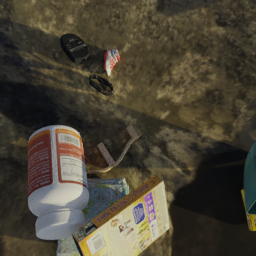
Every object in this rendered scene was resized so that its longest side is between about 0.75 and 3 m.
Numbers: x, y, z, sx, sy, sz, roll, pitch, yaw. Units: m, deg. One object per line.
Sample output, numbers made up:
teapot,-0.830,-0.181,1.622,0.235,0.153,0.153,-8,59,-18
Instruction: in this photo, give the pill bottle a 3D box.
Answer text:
pill bottle,-2.042,1.539,8.171,1.678,1.678,2.991,-12,55,-3

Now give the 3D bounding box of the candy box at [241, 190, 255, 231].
candy box,5.188,2.566,9.274,2.592,0.342,1.325,-6,72,-2

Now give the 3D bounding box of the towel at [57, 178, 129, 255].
towel,-1.092,2.892,9.075,2.181,0.613,2.548,1,76,2

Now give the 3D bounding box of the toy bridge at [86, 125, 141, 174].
toy bridge,-0.723,0.941,9.632,2.764,0.376,0.929,-31,75,-7

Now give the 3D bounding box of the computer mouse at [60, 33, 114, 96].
computer mouse,-1.561,-2.330,10.483,0.862,0.500,2.941,-31,82,-33

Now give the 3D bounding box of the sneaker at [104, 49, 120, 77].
sneaker,-0.585,-2.467,10.505,0.583,0.363,1.088,-5,73,1

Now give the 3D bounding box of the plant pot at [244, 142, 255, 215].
plant pot,4.481,1.509,8.805,1.435,1.436,2.032,4,51,5

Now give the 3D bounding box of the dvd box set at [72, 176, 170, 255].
dvd box set,-0.028,2.876,7.845,2.830,2.071,0.416,-30,35,-27
